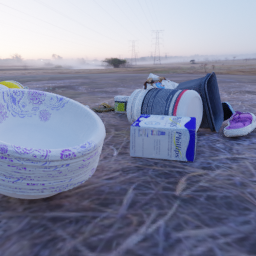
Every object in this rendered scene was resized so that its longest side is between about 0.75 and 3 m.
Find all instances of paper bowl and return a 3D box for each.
[{"bbox_3d":[-1.975,0.356,5.872,2.809,1.461,2.809,14,24,-6],"label":"paper bowl"}]

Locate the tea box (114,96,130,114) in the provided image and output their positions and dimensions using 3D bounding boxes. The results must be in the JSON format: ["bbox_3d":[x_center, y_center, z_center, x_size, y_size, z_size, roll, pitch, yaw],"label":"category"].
[{"bbox_3d":[-0.184,-1.190,14.241,0.852,0.839,0.570,7,16,27],"label":"tea box"}]

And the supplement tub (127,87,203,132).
[{"bbox_3d":[1.322,-0.610,10.177,2.377,1.668,1.668,11,18,36],"label":"supplement tub"}]

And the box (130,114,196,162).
[{"bbox_3d":[1.100,0.228,8.328,1.802,0.945,1.657,4,15,13],"label":"box"}]

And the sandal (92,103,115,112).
[{"bbox_3d":[-1.124,-1.139,14.847,1.659,0.448,0.666,-7,15,-25],"label":"sandal"}]

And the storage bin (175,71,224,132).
[{"bbox_3d":[2.739,-0.998,10.890,1.427,2.125,1.546,-2,29,34],"label":"storage bin"}]

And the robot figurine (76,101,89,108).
[{"bbox_3d":[-2.289,-0.555,11.358,1.496,0.996,1.764,-17,14,2],"label":"robot figurine"}]

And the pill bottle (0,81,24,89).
[{"bbox_3d":[-5.674,-1.217,12.619,1.653,1.653,2.941,-1,14,-5],"label":"pill bottle"}]

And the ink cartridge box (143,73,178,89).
[{"bbox_3d":[1.715,-1.489,12.070,1.813,0.759,1.315,16,31,-22],"label":"ink cartridge box"}]

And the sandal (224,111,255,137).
[{"bbox_3d":[4.335,-0.320,10.694,1.173,0.708,2.882,-6,11,26],"label":"sandal"}]

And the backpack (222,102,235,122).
[{"bbox_3d":[4.086,-0.712,11.810,0.694,0.758,0.557,-30,-7,37],"label":"backpack"}]

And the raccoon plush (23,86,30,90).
[{"bbox_3d":[-4.463,-1.467,13.912,0.840,1.735,1.163,-16,27,-3],"label":"raccoon plush"}]

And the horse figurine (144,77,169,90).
[{"bbox_3d":[0.998,-1.669,10.153,1.055,0.263,0.699,-15,34,-13],"label":"horse figurine"}]
